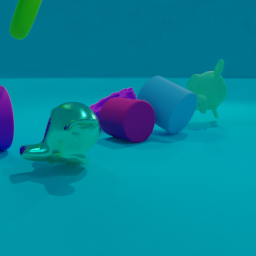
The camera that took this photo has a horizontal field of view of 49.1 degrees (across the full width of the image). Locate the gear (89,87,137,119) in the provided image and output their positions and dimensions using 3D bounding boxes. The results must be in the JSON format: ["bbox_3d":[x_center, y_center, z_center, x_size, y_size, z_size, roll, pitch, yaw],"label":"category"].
[{"bbox_3d":[-0.572,-0.643,8.268,1.721,0.318,1.721,-26,16,8],"label":"gear"}]

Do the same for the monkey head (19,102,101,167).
[{"bbox_3d":[-1.048,0.070,4.386,1.185,0.992,1.647,2,8,-29],"label":"monkey head"}]

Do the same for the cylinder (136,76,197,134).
[{"bbox_3d":[0.964,-0.590,7.079,1.122,1.122,1.122,34,29,32],"label":"cylinder"}]

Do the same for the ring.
[{"bbox_3d":[-1.860,-2.467,5.312,0.326,1.628,1.628,19,1,-28],"label":"ring"}]

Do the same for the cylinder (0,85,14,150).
[{"bbox_3d":[-2.961,-0.145,5.204,1.283,1.283,1.283,-8,13,-38],"label":"cylinder"}]

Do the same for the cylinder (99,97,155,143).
[{"bbox_3d":[-0.024,-0.202,6.434,0.945,0.945,0.945,-9,14,-38],"label":"cylinder"}]

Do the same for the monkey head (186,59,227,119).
[{"bbox_3d":[2.437,-0.991,8.378,1.175,1.951,1.403,-7,33,-2],"label":"monkey head"}]
